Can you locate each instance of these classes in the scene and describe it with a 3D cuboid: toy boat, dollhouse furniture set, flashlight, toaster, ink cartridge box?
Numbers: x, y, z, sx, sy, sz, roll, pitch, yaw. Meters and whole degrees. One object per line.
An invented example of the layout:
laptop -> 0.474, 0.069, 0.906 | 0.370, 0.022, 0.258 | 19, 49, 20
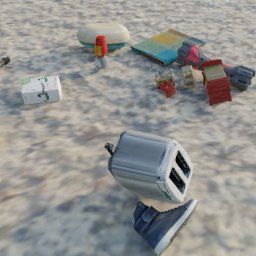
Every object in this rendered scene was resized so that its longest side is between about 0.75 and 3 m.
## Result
toy boat -> -0.982, -3.216, 10.760 | 2.102, 1.162, 2.500 | 1, 35, -1
dollhouse furniture set -> 2.038, -1.330, 8.968 | 2.231, 0.907, 1.201 | -10, 42, 15
flashlight -> 3.018, -2.197, 9.752 | 2.687, 0.910, 0.913 | 28, 12, 23
toaster -> 0.496, 0.779, 5.646 | 1.243, 1.924, 1.093 | 7, 60, 33
ink cartridge box -> -2.742, -1.226, 8.957 | 1.136, 0.479, 0.830 | -8, 44, -9

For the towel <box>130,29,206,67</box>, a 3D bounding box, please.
towel -> 1.652, -3.308, 11.368 | 2.598, 0.282, 1.905 | -33, 52, -32

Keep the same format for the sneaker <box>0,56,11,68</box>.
sneaker -> -4.665, -2.191, 10.127 | 1.001, 0.376, 0.578 | -30, 55, -15

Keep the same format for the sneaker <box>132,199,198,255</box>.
sneaker -> 0.717, 1.723, 5.753 | 1.018, 0.535, 1.408 | 35, 54, 28
